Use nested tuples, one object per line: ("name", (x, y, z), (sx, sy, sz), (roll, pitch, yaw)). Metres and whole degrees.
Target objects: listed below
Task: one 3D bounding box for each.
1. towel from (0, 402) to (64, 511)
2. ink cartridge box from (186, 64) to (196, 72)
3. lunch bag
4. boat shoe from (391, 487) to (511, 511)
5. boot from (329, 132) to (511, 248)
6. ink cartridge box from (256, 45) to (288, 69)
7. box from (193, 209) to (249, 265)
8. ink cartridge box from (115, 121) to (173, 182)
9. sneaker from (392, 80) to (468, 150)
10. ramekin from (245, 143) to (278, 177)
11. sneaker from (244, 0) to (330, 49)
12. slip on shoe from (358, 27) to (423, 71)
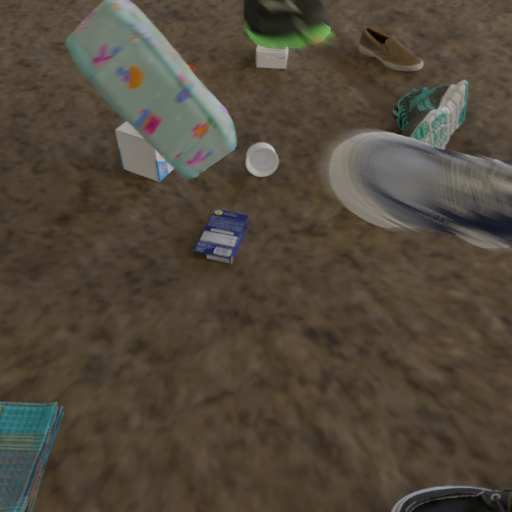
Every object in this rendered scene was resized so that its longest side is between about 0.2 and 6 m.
("towel", (-3.503, 2.387, 6.563), (2.096, 0.227, 1.537), (2, 45, 2))
("ink cartridge box", (-2.151, -4.357, 13.082), (0.767, 0.354, 1.408), (32, 55, 27))
("lunch bag", (-1.353, -2.316, 7.790), (0.974, 2.528, 2.027), (-38, 28, 11))
("boat shoe", (2.763, 2.798, 5.680), (2.702, 0.895, 0.945), (8, 46, 8))
("boot", (2.263, -0.766, 5.918), (2.897, 1.309, 1.054), (9, 79, -30))
("ink cartridge box", (0.397, -5.002, 13.667), (0.746, 0.431, 1.026), (4, 46, 4))
("box", (-0.555, -0.338, 9.267), (0.653, 0.175, 1.078), (12, 48, 11))
("ink cartridge box", (-1.832, -2.242, 10.636), (0.875, 0.898, 1.397), (20, 48, 20))
("sneaker", (3.236, -2.662, 11.135), (1.259, 1.071, 2.760), (15, 40, 31))
("ramekin", (0.099, -1.809, 10.435), (0.609, 0.609, 0.297), (-3, 38, -3))
("sneaker", (0.280, -4.206, 8.184), (1.230, 1.342, 3.205), (-13, 58, -1))
("slip on shoe", (3.268, -5.034, 13.617), (0.687, 0.548, 1.808), (-30, 52, -26))
